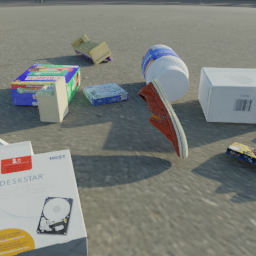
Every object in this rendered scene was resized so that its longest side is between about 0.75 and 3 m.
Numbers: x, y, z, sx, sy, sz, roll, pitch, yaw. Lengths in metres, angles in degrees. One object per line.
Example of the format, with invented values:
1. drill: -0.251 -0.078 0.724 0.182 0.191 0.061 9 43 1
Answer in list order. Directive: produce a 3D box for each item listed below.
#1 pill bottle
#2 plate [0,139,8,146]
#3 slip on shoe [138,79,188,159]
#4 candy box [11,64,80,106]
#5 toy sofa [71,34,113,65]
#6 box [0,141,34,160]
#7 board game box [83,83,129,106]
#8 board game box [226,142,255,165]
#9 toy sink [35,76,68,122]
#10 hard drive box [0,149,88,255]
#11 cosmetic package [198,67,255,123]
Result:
1. pill bottle: 1.418 -2.152 10.934 1.614 1.614 2.881 -2 28 -3
2. plate: -4.126 0.741 6.939 2.447 0.395 2.441 22 35 33
3. slip on shoe: 0.941 -0.203 7.370 0.714 0.864 2.334 -27 67 8
4. candy box: -3.056 -1.706 10.828 2.016 0.918 2.384 2 30 2
5. toy sofa: -2.028 -4.234 15.543 1.067 1.257 2.575 -39 41 -13
6. box: -2.545 0.875 6.207 0.917 0.603 0.922 -9 51 -17
7. board game box: -0.880 -1.333 10.794 1.384 0.300 1.377 -12 31 -21
8. board game box: 3.075 0.676 7.018 1.038 0.180 0.703 22 23 31
9. toy sink: -2.467 -0.956 9.073 0.730 1.304 0.850 4 30 6
10. hard drive box: -1.610 1.392 4.948 1.469 0.724 1.885 -9 45 -16
11. cosmetic package: 3.600 -1.151 9.434 2.078 1.281 2.084 3 29 5
